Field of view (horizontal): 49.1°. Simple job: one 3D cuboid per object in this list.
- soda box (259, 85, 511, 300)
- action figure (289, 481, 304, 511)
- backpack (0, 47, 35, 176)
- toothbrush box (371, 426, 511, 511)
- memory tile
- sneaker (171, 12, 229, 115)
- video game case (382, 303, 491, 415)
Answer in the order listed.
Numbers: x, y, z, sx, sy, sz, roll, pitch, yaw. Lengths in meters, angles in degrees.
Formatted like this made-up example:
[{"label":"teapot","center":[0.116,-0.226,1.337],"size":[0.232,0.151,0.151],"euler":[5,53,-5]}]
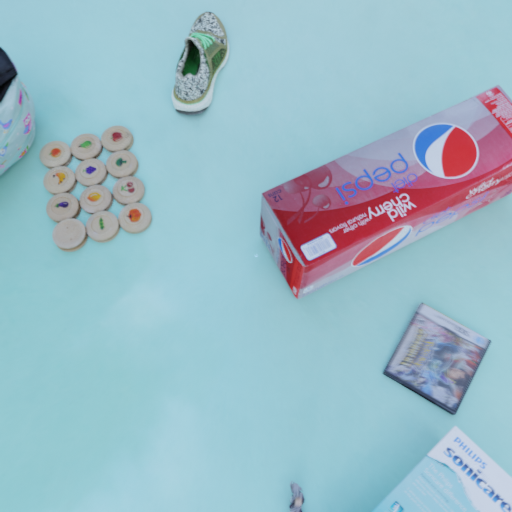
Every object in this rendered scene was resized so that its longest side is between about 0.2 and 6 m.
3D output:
[{"label":"soda box","center":[2.426,-1.072,9.607],"size":[4.686,1.640,1.486],"euler":[-25,69,-10]},{"label":"action figure","center":[0.598,3.749,8.124],"size":[0.324,0.608,0.934],"euler":[-11,80,14]},{"label":"backpack","center":[-5.747,-2.211,9.716],"size":[3.136,2.378,3.758],"euler":[39,72,1]},{"label":"toothbrush box","center":[2.503,3.998,7.588],"size":[2.641,1.126,1.934],"euler":[-40,64,-15]},{"label":"memory tile","center":[-3.048,-1.323,10.511],"size":[1.849,0.203,2.413],"euler":[-15,68,-6]},{"label":"sneaker","center":[-1.109,-4.078,11.208],"size":[0.951,1.096,2.473],"euler":[7,67,3]},{"label":"video game case","center":[2.972,1.663,9.200],"size":[1.265,0.178,1.400],"euler":[30,73,12]}]
